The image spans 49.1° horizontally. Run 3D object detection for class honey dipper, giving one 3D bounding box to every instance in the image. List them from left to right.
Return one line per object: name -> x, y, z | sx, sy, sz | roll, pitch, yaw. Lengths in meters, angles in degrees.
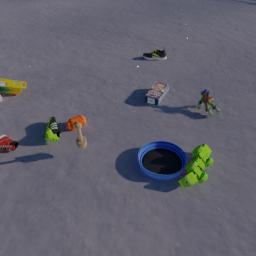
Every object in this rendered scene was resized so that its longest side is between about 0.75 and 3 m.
honey dipper -> -1.569, 0.246, 9.267 | 0.372, 1.957, 0.372 | 2, 69, -6

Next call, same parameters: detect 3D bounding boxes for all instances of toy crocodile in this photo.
toy crocodile -> 2.400, 1.274, 9.724 | 0.724, 0.663, 2.146 | 47, 44, -7

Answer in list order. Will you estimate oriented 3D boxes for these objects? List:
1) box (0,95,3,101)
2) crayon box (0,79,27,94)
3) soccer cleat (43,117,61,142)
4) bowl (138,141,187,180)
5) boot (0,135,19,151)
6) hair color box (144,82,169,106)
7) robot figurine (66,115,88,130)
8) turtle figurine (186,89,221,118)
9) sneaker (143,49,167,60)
box -> -6.636, -1.776, 13.713 | 0.334, 0.358, 1.728 | -26, 46, -29
crayon box -> -5.765, -2.044, 13.785 | 1.433, 0.364, 0.910 | 4, 30, -18
soccer cleat -> -3.022, 0.068, 11.368 | 0.628, 0.523, 1.550 | 20, 27, -20
bowl -> 1.220, 1.153, 10.061 | 1.746, 0.343, 1.746 | 0, 38, 0
boot -> -4.774, 0.774, 10.475 | 0.904, 0.454, 1.253 | 22, 40, 23
hair color box -> 1.396, -1.668, 13.504 | 0.722, 0.437, 1.444 | 17, 42, 20
robot figurine -> -2.121, -0.232, 11.657 | 0.880, 0.633, 0.513 | -25, 71, -28
turtle figurine -> 3.542, -0.993, 12.648 | 0.908, 1.262, 1.223 | -1, 54, -38
sneaker -> 1.624, -4.480, 16.872 | 1.438, 0.608, 0.535 | 5, 38, 6
